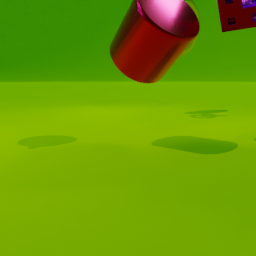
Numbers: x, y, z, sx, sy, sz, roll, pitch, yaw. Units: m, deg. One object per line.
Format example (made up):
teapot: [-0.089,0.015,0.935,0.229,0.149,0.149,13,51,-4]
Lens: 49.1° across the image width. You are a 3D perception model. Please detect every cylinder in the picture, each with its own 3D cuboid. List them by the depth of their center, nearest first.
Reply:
cylinder: [0.417,-1.554,4.798,1.160,1.160,1.160,-6,-25,-30]

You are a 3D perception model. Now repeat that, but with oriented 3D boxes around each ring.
ring: [1.719,-3.455,9.630,2.086,2.086,0.417,-8,23,-37]

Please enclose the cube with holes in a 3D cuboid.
cube with holes: [2.192,-2.549,4.781,1.159,1.159,1.159,0,48,28]
